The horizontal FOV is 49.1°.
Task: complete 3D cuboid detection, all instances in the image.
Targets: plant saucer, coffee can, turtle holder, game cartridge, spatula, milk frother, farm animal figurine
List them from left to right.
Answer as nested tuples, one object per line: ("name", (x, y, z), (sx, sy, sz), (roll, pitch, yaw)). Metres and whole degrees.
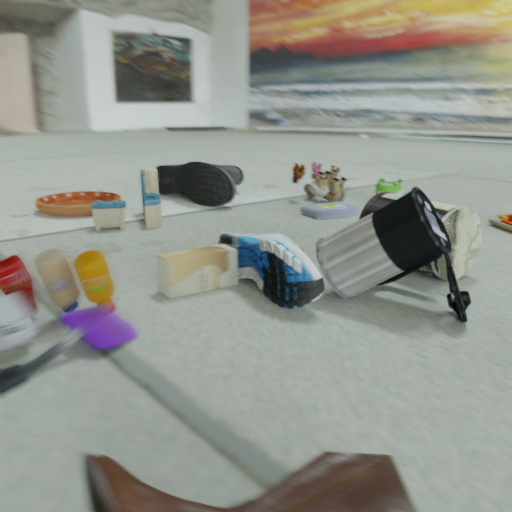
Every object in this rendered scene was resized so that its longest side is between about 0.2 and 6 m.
("spatula", (-2.240, 1.072, 5.830), (0.722, 0.263, 2.555), (31, 31, 19))
("plant saucer", (-4.363, -1.283, 13.822), (2.020, 0.326, 2.020), (1, 16, 0))
("farm animal figurine", (1.774, -1.851, 14.971), (1.719, 0.896, 1.700), (-2, 27, -34))
("game cartridge", (1.787, -1.076, 13.299), (1.253, 0.254, 0.836), (-9, 23, -28))
("turtle holder", (3.422, -1.662, 14.517), (0.696, 0.651, 0.916), (0, 16, 5))
("milk frother", (1.860, 0.238, 7.467), (1.551, 1.488, 1.649), (-30, 38, 30))
("coffee can", (2.618, -0.355, 9.102), (1.170, 1.170, 1.598), (-11, 20, -33))

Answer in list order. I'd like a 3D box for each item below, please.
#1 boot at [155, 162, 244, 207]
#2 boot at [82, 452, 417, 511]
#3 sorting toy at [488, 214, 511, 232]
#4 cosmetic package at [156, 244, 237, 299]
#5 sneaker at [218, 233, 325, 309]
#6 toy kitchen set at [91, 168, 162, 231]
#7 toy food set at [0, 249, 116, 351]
("boot", (-1.113, -2.147, 15.403), (2.145, 1.137, 3.259), (-12, 23, -41))
("boot", (-0.023, 1.563, 3.633), (1.804, 0.579, 1.681), (-16, 35, -35))
("sorting toy", (5.855, -0.710, 11.834), (1.373, 0.332, 2.439), (-3, 16, -11))
("cosmetic package", (-0.857, 0.213, 8.247), (1.141, 0.600, 0.405), (-12, 20, -31))
("sneaker", (0.383, 0.043, 8.224), (1.049, 0.908, 2.422), (-10, 20, -27))
("toy kitchen set", (-2.893, -1.298, 12.533), (1.453, 1.069, 1.814), (-4, 16, -11))
("toy food set", (-2.765, 0.673, 6.658), (2.071, 0.932, 0.989), (-35, 48, -28))
